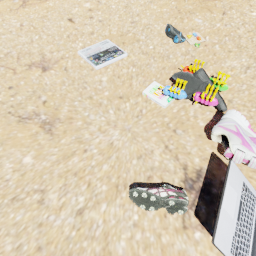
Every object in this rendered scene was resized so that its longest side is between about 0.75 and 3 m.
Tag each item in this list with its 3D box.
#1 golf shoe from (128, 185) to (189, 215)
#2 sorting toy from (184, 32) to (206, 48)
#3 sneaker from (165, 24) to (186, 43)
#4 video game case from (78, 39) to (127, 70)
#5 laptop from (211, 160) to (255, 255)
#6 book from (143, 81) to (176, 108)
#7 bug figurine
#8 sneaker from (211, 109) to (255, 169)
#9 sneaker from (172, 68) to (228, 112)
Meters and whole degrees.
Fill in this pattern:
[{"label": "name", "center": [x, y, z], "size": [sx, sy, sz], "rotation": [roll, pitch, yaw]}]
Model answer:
[{"label": "golf shoe", "center": [0.835, 1.899, 7.707], "size": [1.641, 0.633, 0.723], "rotation": [11, 28, 8]}, {"label": "sorting toy", "center": [3.200, -4.147, 13.145], "size": [0.862, 0.172, 1.166], "rotation": [-15, 50, -13]}, {"label": "sneaker", "center": [2.228, -4.467, 13.298], "size": [0.552, 0.493, 1.347], "rotation": [-8, 54, -27]}, {"label": "video game case", "center": [-1.124, -3.279, 12.384], "size": [1.655, 0.193, 1.504], "rotation": [-30, 55, -25]}, {"label": "laptop", "center": [3.451, 2.315, 6.620], "size": [1.465, 2.527, 2.366], "rotation": [-20, 30, 44]}, {"label": "book", "center": [1.197, -1.245, 10.598], "size": [1.101, 0.265, 0.735], "rotation": [35, 61, 25]}, {"label": "bug figurine", "center": [2.517, -1.574, 10.316], "size": [2.096, 0.695, 2.702], "rotation": [24, 44, 22]}, {"label": "sneaker", "center": [3.554, 0.712, 8.355], "size": [1.207, 1.113, 2.736], "rotation": [-34, 55, -12]}, {"label": "sneaker", "center": [2.628, -1.322, 10.329], "size": [2.187, 1.141, 0.657], "rotation": [60, 24, 6]}]
